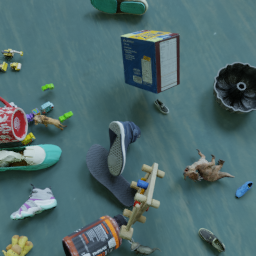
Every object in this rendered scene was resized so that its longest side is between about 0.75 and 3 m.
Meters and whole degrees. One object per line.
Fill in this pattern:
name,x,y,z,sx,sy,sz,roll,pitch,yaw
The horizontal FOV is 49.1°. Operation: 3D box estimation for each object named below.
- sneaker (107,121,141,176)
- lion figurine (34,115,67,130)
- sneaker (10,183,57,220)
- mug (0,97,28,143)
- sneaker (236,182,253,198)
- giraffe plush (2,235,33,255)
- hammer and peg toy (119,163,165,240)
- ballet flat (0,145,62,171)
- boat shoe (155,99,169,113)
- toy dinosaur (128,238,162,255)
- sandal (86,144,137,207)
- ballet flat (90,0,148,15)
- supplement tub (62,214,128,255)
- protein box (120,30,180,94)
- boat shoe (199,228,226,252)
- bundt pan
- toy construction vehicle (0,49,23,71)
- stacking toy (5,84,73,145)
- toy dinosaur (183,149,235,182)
sneaker,-0.106,0.712,10.430,0.760,1.444,1.999,9,99,29
lion figurine,-3.065,-0.239,11.104,1.214,0.744,0.440,4,73,1
sneaker,-3.557,2.629,10.321,1.652,0.642,1.155,-17,72,-15
mug,-5.136,-0.321,10.437,2.305,1.538,2.046,-2,99,7
sneaker,4.380,2.302,10.547,0.802,0.314,0.264,-39,79,-10
giraffe plush,-3.892,4.285,9.648,0.895,0.841,1.037,9,73,3
hammer and peg toy,0.481,2.412,9.098,0.814,1.697,2.308,22,44,-4
ballet flat,-3.988,1.126,10.541,2.858,1.006,0.962,-7,74,-2
boat shoe,1.385,-0.900,11.556,0.753,0.267,0.272,42,77,12
toy dinosaur,0.539,4.255,9.770,1.243,0.636,0.478,20,74,7
sandal,-0.661,1.835,10.618,1.027,0.578,2.700,-36,86,-7
ballet flat,-0.399,-5.724,12.888,2.670,0.901,0.833,11,45,0
supplement tub,-1.015,3.749,9.460,2.184,1.168,1.168,-21,73,-28
protein box,0.831,-2.518,10.424,1.256,1.862,1.848,-26,35,-32
boat shoe,3.030,3.992,9.995,1.078,0.354,0.385,39,77,11
bundt pan,4.505,-1.537,11.465,2.205,0.828,2.205,0,73,1
toy construction vehicle,-5.170,-2.948,12.127,1.103,0.388,0.960,7,73,2
stacking toy,-3.625,-0.610,11.378,2.281,0.536,1.720,-31,77,-11
toy dinosaur,2.938,1.652,10.542,1.923,0.825,1.303,28,85,-8
